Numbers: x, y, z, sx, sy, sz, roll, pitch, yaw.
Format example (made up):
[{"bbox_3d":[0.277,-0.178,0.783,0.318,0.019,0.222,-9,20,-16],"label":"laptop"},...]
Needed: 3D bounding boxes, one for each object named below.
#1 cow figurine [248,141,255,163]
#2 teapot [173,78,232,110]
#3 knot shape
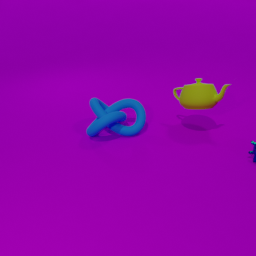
[{"bbox_3d":[3.350,0.661,6.232,1.231,0.687,1.251,13,18,21],"label":"cow figurine"},{"bbox_3d":[1.979,-0.938,7.639,1.692,0.829,1.052,6,13,40],"label":"teapot"},{"bbox_3d":[-0.311,-0.319,7.961,1.645,0.812,1.758,1,29,1],"label":"knot shape"}]
